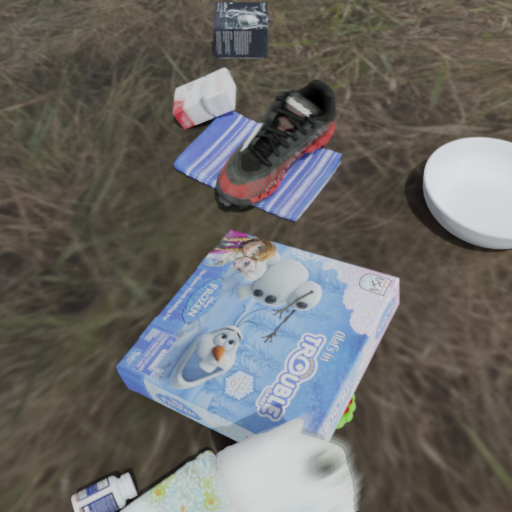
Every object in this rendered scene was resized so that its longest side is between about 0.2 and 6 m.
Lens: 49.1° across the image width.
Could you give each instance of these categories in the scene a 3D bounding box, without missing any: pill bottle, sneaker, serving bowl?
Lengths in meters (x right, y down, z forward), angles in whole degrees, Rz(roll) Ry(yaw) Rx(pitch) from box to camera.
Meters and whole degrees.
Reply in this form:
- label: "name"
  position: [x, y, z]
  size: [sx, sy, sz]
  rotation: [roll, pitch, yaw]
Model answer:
- label: "pill bottle"
  position: [-1.712, 2.743, 6.353]
  size: [0.660, 0.366, 0.366]
  rotation: [-22, 54, -17]
- label: "sneaker"
  position: [0.632, 2.390, 5.452]
  size: [0.919, 2.293, 0.806]
  rotation: [-35, 34, 11]
- label: "sneaker"
  position: [0.373, -1.939, 9.225]
  size: [0.991, 1.370, 2.805]
  rotation: [40, 65, 12]
- label: "serving bowl"
  position: [3.759, -0.919, 9.081]
  size: [2.201, 0.724, 2.201]
  rotation: [0, 52, 0]

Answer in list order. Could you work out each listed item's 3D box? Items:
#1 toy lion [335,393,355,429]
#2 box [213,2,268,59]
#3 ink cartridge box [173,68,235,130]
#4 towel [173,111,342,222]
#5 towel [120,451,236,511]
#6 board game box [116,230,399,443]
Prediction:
- label: "toy lion"
  position: [0.709, 1.887, 6.936]
  size: [0.941, 0.337, 0.982]
  rotation: [15, 51, 31]
- label: "box"
  position: [-0.332, -5.012, 12.433]
  size: [1.186, 0.748, 1.207]
  rotation: [1, 51, -2]
- label: "ink cartridge box"
  position: [-0.976, -2.995, 10.686]
  size: [1.112, 0.461, 0.816]
  rotation: [-16, 49, 20]
- label: "towel"
  position: [0.027, -1.699, 10.014]
  size: [2.550, 0.304, 1.846]
  rotation: [25, 56, 19]
- label: "towel"
  position: [-0.782, 3.102, 6.049]
  size: [1.613, 0.388, 1.381]
  rotation: [-29, 57, -22]
- label: "board game box"
  position: [0.087, 1.015, 7.307]
  size: [2.713, 0.591, 2.726]
  rotation: [17, 52, 27]
